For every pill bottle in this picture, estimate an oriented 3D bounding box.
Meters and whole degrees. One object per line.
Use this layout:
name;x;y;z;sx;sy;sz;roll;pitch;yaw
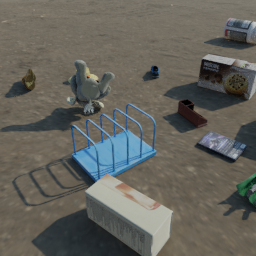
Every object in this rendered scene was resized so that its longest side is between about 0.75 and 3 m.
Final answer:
pill bottle;7.042;-5.894;17.015;2.135;1.216;1.216;25;41;31

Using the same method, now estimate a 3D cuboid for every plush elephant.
plush elephant;-1.447;-1.296;10.036;1.465;1.779;1.377;12;-6;-21

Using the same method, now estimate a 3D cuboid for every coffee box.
coffee box;4.108;-2.151;11.469;2.215;1.252;0.884;23;40;29

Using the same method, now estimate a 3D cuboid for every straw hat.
straw hat;-2.020;-2.417;12.479;1.344;0.569;1.344;0;34;0

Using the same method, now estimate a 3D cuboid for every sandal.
sandal;-4.282;-2.054;11.932;0.435;0.651;1.592;-20;37;0

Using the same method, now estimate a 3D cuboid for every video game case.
video game case;2.866;0.527;8.549;1.237;0.117;0.883;25;41;33

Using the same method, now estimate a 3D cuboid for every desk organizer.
desk organizer;2.253;-0.531;9.786;0.433;0.465;1.209;-16;37;-22

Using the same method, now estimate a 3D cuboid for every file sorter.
file sorter;-0.397;0.321;7.848;2.036;1.249;1.413;-24;40;-30

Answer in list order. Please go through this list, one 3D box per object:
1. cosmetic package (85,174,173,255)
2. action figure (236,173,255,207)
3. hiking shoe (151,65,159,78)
cosmetic package;-0.010;1.830;5.933;1.761;0.910;0.768;25;42;30
action figure;3.468;1.316;6.968;1.601;0.438;0.946;-32;73;-36
hiking shoe;1.290;-2.711;12.993;0.402;0.468;1.080;-3;34;-4
